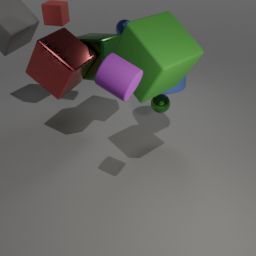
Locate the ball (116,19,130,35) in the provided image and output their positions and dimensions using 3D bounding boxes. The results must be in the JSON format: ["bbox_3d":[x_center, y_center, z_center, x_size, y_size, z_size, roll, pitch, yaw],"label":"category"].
[{"bbox_3d":[-0.128,-3.855,10.904,0.700,0.700,0.700,0,33,0],"label":"ball"}]

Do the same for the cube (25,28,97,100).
[{"bbox_3d":[-2.143,-2.071,8.994,1.400,1.400,1.400,40,42,-3],"label":"cube"}]

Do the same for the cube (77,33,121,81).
[{"bbox_3d":[-1.107,-2.578,10.076,1.400,1.400,1.400,11,29,26],"label":"cube"}]

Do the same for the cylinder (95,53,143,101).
[{"bbox_3d":[-0.177,-0.992,5.501,0.700,0.700,0.700,32,40,6],"label":"cylinder"}]

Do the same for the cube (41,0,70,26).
[{"bbox_3d":[-2.526,-4.032,9.826,0.700,0.700,0.700,8,36,9],"label":"cube"}]

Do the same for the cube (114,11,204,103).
[{"bbox_3d":[0.655,-1.732,6.872,1.400,1.400,1.400,-29,76,-31],"label":"cube"}]

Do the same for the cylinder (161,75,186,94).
[{"bbox_3d":[1.247,-2.034,9.447,1.400,1.400,1.400,-5,28,3],"label":"cylinder"}]

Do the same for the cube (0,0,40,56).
[{"bbox_3d":[-4.473,-3.878,10.526,1.400,1.400,1.400,47,52,-9],"label":"cube"}]

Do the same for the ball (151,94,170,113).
[{"bbox_3d":[1.157,-0.877,9.994,0.700,0.700,0.700,0,33,0],"label":"ball"}]
